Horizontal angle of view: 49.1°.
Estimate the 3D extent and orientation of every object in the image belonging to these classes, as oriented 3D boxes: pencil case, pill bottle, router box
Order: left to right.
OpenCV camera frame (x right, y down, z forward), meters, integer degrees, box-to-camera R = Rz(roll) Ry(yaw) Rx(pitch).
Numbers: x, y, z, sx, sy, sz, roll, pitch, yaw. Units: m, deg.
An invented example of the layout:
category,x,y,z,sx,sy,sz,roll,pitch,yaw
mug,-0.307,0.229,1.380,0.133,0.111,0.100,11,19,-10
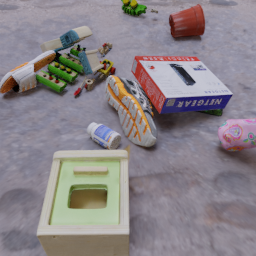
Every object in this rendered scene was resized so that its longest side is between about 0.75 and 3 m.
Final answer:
category,x,y,z,sx,sy,sz,roll,pitch,yaw
pill bottle,-0.689,0.205,7.849,0.925,0.518,0.518,30,52,27
router box,1.624,-1.427,8.707,2.421,0.591,2.172,-6,46,-25
pencil case,3.341,0.073,6.897,0.951,0.951,2.175,-38,12,-32

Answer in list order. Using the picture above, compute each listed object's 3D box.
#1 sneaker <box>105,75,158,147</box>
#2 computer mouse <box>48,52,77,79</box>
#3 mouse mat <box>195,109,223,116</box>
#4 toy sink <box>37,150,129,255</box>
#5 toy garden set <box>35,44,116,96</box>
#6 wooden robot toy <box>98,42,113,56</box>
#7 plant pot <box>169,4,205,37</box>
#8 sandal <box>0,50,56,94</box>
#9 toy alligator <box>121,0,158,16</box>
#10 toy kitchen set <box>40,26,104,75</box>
category,x,y,z,sx,sy,sz,roll,pitch,yaw
sneaker,0.266,-0.635,8.378,1.086,1.101,2.813,-3,48,-30
computer mouse,-2.553,-2.387,10.620,1.523,0.401,1.054,34,53,16
mouse mat,2.654,-0.878,9.294,1.008,0.047,1.253,12,45,12
toy sink,-0.786,1.349,6.053,1.636,1.406,2.510,0,45,0
toy garden set,-1.741,-2.095,9.968,1.969,0.471,2.362,28,51,11
wooden robot toy,-1.029,-3.290,11.514,0.432,0.419,0.952,9,44,25
plant pot,2.536,-4.606,12.284,1.293,1.329,1.329,-12,45,0
sandal,-3.278,-1.829,9.612,0.689,0.921,2.404,47,65,1
toy alligator,0.410,-5.918,14.020,2.392,0.709,0.649,34,95,28
toy kitchen set,-2.035,-2.572,10.066,1.163,1.581,1.974,-29,17,-31
